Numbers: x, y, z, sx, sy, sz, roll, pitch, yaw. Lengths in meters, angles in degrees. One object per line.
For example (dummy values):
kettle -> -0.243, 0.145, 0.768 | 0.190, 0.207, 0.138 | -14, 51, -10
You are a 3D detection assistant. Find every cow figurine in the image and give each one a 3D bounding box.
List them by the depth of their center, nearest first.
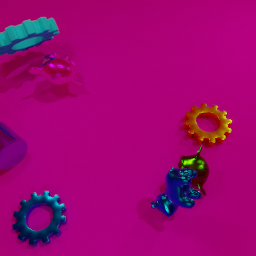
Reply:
cow figurine -> 0.959, 1.362, 6.021 | 1.151, 1.169, 0.642 | -1, 20, 40

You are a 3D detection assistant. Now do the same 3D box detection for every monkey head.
monkey head -> 1.553, 1.038, 6.675 | 0.748, 0.893, 1.241 | -5, 90, 19
monkey head -> -2.081, -1.594, 8.266 | 1.555, 1.119, 0.937 | 13, 54, -17

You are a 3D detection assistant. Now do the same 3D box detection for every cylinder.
cylinder -> -3.182, 0.432, 7.071 | 0.902, 0.902, 0.902 | 35, 63, 21

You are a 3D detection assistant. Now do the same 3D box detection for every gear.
gear -> -2.010, 2.059, 6.422 | 1.192, 0.220, 1.192 | 0, 57, 0
gear -> 2.211, -0.107, 7.830 | 1.293, 0.239, 1.293 | 0, 57, 0
gear -> -3.025, -2.683, 8.288 | 1.938, 1.938, 0.358 | -25, 101, -16
